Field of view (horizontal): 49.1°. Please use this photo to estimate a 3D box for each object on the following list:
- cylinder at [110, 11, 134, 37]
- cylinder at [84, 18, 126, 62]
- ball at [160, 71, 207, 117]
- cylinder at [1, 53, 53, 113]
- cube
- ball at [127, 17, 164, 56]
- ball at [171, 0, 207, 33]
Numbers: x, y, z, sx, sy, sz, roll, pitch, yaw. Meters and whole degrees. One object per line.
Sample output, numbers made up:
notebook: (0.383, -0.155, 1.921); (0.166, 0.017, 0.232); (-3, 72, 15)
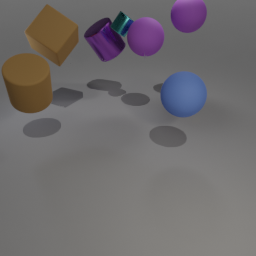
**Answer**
cylinder: (-0.210, -4.027, 10.877); (0.700, 0.700, 0.700); (34, 19, -13)
cylinder: (-1.041, -3.984, 12.685); (1.400, 1.400, 1.400); (-24, 38, 20)
ball: (1.698, -1.025, 8.599); (1.400, 1.400, 1.400); (0, 30, 0)
cylinder: (-3.199, -1.425, 9.048); (1.400, 1.400, 1.400); (5, 55, -7)
cube: (-2.870, -3.519, 10.816); (1.400, 1.400, 1.400); (34, -12, -3)
ball: (0.662, -3.408, 10.517); (1.400, 1.400, 1.400); (0, 30, 0)
ball: (2.393, -4.497, 11.075); (1.400, 1.400, 1.400); (0, 30, 0)
